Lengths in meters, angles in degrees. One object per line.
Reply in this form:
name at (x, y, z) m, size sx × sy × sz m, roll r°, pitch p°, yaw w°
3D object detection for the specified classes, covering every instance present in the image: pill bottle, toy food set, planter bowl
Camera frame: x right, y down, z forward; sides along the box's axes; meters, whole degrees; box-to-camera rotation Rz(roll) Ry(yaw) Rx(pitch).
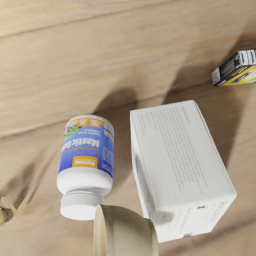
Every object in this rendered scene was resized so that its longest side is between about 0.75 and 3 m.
pill bottle at (-0.938, 0.870, 6.347) m, size 1.215 × 1.215 × 2.168 m, roll 0°, pitch 53°, yaw 0°
toy food set at (-3.172, 1.982, 5.982) m, size 1.437 × 0.913 × 0.226 m, roll -30°, pitch 39°, yaw -20°
planter bowl at (-0.032, 1.748, 4.202) m, size 0.819 × 1.216 × 1.216 m, roll 0°, pitch 57°, yaw -15°

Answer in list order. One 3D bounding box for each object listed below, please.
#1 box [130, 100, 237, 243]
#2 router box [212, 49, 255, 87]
box at (0.929, 0.960, 5.835) m, size 1.402 × 2.134 × 2.146 m, roll -10°, pitch 54°, yaw -5°
router box at (3.305, -1.644, 7.721) m, size 1.376 × 1.750 × 0.457 m, roll -6°, pitch 83°, yaw -5°
